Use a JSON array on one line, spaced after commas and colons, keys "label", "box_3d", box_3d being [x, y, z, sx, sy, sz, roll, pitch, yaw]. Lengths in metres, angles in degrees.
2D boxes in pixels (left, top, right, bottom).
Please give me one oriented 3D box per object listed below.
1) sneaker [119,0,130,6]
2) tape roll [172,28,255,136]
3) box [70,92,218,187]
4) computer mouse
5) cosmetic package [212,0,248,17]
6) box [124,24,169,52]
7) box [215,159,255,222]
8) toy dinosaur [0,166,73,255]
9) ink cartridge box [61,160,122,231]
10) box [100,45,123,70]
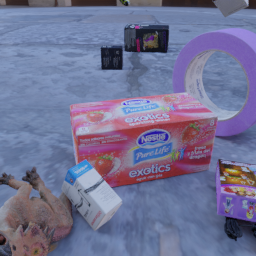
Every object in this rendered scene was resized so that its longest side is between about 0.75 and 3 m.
[{"label": "sneaker", "box_3d": [-0.192, -4.899, 10.332, 0.381, 0.376, 0.996, -33, 68, -6]}, {"label": "tape roll", "box_3d": [2.525, -1.199, 7.502, 0.897, 2.735, 2.735, -23, 36, -37]}, {"label": "box", "box_3d": [0.275, 0.202, 6.325, 2.957, 1.400, 1.517, -7, 29, -13]}, {"label": "computer mouse", "box_3d": [2.377, 1.730, 4.676, 1.607, 0.370, 1.129, 7, 14, 11]}, {"label": "cosmetic package", "box_3d": [3.117, -4.441, 8.989, 0.859, 1.690, 0.626, -15, 56, 43]}, {"label": "box", "box_3d": [1.140, -5.425, 16.828, 2.610, 1.384, 1.595, 4, 29, 5]}, {"label": "box", "box_3d": [2.846, 1.208, 5.094, 2.373, 0.464, 1.624, 8, 16, 14]}, {"label": "toy dinosaur", "box_3d": [-1.382, 1.500, 4.364, 1.647, 1.043, 2.430, 30, 14, 25]}, {"label": "ink cartridge box", "box_3d": [-0.654, 1.170, 4.881, 0.991, 0.723, 0.418, 46, 46, 18]}, {"label": "box", "box_3d": [-0.755, -3.366, 13.377, 1.046, 1.028, 0.614, 1, 27, 2]}]
